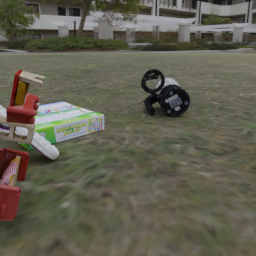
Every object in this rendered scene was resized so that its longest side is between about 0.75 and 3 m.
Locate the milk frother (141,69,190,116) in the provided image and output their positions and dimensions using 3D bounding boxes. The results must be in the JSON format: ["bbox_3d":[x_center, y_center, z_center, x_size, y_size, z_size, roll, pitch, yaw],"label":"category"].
[{"bbox_3d":[1.070,-1.255,8.674,1.351,1.497,1.408,-10,24,0],"label":"milk frother"}]

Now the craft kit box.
[{"bbox_3d":[-2.032,-0.171,7.203,2.078,0.504,2.053,-16,21,-39],"label":"craft kit box"}]

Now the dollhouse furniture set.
[{"bbox_3d":[-1.553,0.177,3.436,0.687,1.690,0.910,12,21,-17],"label":"dollhouse furniture set"}]

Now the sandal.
[{"bbox_3d":[-2.228,0.029,5.276,2.021,0.497,0.822,37,-8,-2],"label":"sandal"}]
